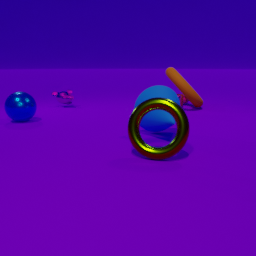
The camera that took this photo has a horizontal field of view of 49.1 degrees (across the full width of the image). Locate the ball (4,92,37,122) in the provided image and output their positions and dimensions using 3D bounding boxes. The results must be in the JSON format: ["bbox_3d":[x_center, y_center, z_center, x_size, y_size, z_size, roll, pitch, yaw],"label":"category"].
[{"bbox_3d":[-3.287,-0.650,8.590,0.929,0.929,0.929,0,13,0],"label":"ball"}]

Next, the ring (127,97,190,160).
[{"bbox_3d":[0.557,0.009,5.239,1.172,1.172,0.234,4,-2,16],"label":"ring"}]

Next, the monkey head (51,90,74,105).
[{"bbox_3d":[-2.566,-1.324,11.464,1.016,0.731,0.612,15,-16,15],"label":"monkey head"}]

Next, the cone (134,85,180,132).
[{"bbox_3d":[0.869,-0.281,6.561,1.225,1.225,1.229,-3,19,-11],"label":"cone"}]

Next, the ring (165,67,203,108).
[{"bbox_3d":[2.236,-1.615,11.130,0.404,2.019,2.019,-42,5,13],"label":"ring"}]

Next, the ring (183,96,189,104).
[{"bbox_3d":[1.994,-1.309,12.419,1.437,0.287,1.437,2,14,0],"label":"ring"}]

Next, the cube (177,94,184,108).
[{"bbox_3d":[1.479,-0.792,9.578,0.712,0.712,0.712,4,12,20],"label":"cube"}]
